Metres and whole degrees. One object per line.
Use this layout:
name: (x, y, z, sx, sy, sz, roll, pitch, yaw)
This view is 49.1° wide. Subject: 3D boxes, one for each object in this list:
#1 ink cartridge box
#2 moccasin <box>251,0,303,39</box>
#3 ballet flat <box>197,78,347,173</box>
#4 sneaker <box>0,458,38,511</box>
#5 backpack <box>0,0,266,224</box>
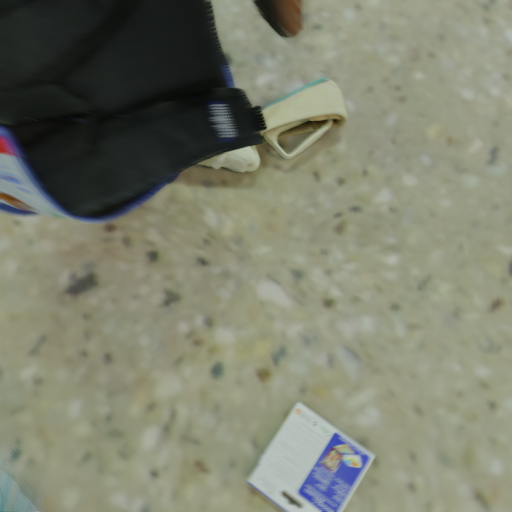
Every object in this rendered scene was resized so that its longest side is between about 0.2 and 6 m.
ink cartridge box: (0.682, 2.686, 7.090, 1.172, 0.279, 1.186, 35, 77, 9)
moccasin: (0.314, -3.736, 6.579, 0.996, 2.580, 0.944, -32, 55, -9)
ballet flat: (0.078, -1.752, 8.201, 2.785, 0.967, 0.967, -24, 74, -7)
sneaker: (-2.747, 1.882, 4.787, 2.591, 1.032, 1.004, 10, 51, 39)
backpack: (-1.650, -1.758, 5.172, 2.314, 3.004, 2.861, -1, 37, 31)
